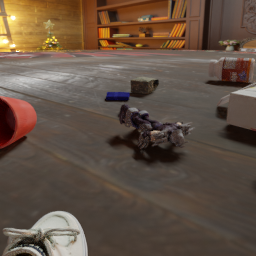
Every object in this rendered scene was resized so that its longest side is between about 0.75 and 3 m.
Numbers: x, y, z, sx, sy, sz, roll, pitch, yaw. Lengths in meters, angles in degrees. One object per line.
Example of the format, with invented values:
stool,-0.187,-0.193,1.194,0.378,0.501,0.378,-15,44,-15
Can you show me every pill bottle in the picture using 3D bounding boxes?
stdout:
pill bottle,5.979,-3.384,16.245,2.399,1.346,1.346,9,21,25

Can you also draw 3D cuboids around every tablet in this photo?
tablet,4.235,-1.330,10.246,1.947,0.133,1.267,-25,-9,8

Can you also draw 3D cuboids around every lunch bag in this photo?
lunch bag,0.823,-2.090,13.465,0.990,0.710,1.208,11,27,30

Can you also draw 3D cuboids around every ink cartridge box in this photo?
ink cartridge box,4.526,-0.642,8.720,2.456,1.024,1.782,-17,25,-40

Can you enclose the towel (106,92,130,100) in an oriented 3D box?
towel,-0.435,-1.345,12.061,1.012,0.251,0.747,0,26,1

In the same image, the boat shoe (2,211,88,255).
boat shoe,-0.947,1.386,2.822,0.885,1.022,2.396,1,19,2

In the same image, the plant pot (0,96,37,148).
plant pot,-3.117,-0.210,7.282,1.360,1.360,1.203,5,9,13

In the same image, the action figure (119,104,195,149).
action figure,0.717,0.026,7.303,1.482,0.790,2.278,-4,22,-34
